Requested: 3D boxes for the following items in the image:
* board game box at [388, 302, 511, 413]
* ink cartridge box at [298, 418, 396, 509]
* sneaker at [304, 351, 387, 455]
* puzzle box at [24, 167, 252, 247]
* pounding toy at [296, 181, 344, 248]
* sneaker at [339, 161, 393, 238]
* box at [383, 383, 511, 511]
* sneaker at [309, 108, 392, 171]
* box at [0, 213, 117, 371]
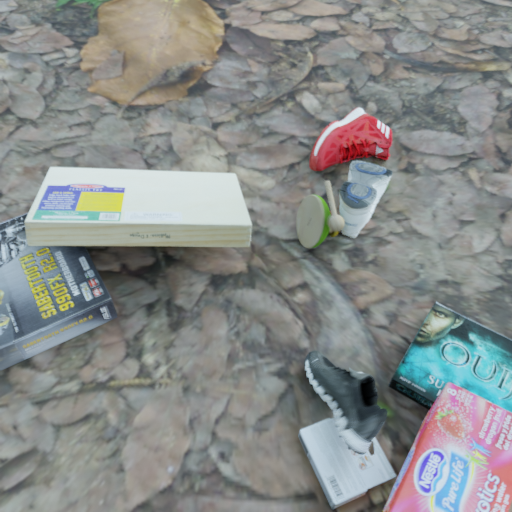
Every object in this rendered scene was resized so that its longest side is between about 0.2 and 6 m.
[{"bbox_3d":[4.022,2.199,9.729,2.846,0.401,1.925,28,58,20],"label":"board game box"},{"bbox_3d":[1.438,3.218,9.024,1.103,0.277,1.271,-16,55,-16],"label":"ink cartridge box"},{"bbox_3d":[1.508,2.159,9.203,0.939,0.690,2.075,-51,35,15],"label":"sneaker"},{"bbox_3d":[-2.254,-1.018,11.199,4.041,0.514,2.688,1,30,-9],"label":"puzzle box"},{"bbox_3d":[1.443,-0.756,11.516,0.665,1.434,1.107,3,69,-25],"label":"pounding toy"},{"bbox_3d":[2.258,-1.299,12.132,0.928,1.084,2.490,21,37,17],"label":"sneaker"},{"bbox_3d":[2.708,3.521,8.045,1.386,1.448,2.904,26,57,19],"label":"box"},{"bbox_3d":[2.361,-2.579,13.104,1.368,0.928,2.368,31,60,23],"label":"sneaker"},{"bbox_3d":[-4.331,0.443,10.882,2.304,0.703,2.909,-24,56,-18],"label":"box"}]
